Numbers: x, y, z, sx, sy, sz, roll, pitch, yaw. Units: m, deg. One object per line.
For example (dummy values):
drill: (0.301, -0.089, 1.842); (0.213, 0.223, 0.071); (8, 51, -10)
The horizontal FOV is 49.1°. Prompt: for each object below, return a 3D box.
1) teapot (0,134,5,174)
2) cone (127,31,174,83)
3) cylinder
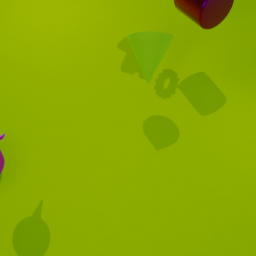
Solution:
teapot: (-2.945, 0.691, 5.687); (1.001, 0.788, 1.610); (-5, 57, 21)
cone: (0.520, -1.659, 6.866); (1.124, 1.124, 1.129); (2, 96, 1)
cylinder: (1.989, -3.396, 7.410); (1.136, 1.136, 1.136); (-29, 58, -13)
